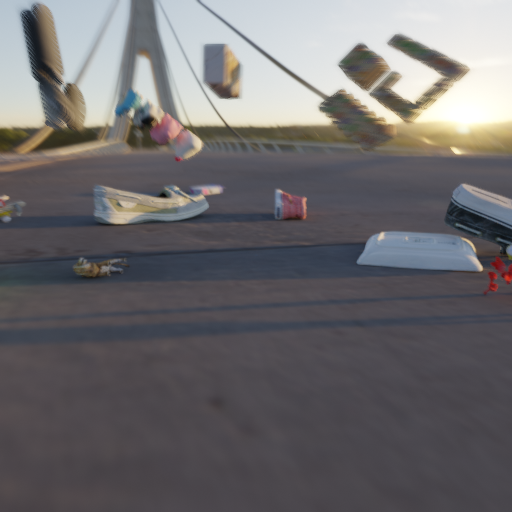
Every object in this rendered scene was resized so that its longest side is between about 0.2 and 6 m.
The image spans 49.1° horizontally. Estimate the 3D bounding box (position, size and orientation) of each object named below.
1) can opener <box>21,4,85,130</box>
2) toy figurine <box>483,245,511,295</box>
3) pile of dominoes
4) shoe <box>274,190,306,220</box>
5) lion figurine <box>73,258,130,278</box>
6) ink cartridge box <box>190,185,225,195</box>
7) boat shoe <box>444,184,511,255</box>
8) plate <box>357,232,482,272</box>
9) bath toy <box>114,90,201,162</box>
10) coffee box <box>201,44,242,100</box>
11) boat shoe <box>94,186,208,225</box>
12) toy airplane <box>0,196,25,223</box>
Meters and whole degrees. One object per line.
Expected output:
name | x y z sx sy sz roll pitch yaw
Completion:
can opener | -1.907 -1.755 5.305 0.307 1.152 0.385 -14 -3 28
toy figurine | 3.520 0.398 6.358 1.529 0.806 0.916 -5 42 -11
pile of dominoes | 2.283 -3.217 10.467 0.449 2.197 2.818 39 15 -33
shoe | 0.779 -1.150 12.870 0.690 0.542 1.517 2 18 1
lion figurine | -2.132 0.164 7.742 0.468 0.277 0.765 -4 -3 19
ink cartridge box | -1.507 -2.064 17.540 0.590 0.208 0.989 12 21 42
boat shoe | 4.050 -0.385 8.809 2.206 0.782 0.795 27 32 12
plate | 2.566 -0.121 8.822 1.767 0.286 1.763 4 13 17
bath toy | -1.424 -1.881 8.303 1.324 0.489 0.576 34 10 -31
coffee box | -0.544 -2.967 9.097 0.423 0.606 1.060 3 3 11
boat shoe | -2.248 -1.189 12.258 2.578 0.827 0.950 -7 14 -28
toy airplane | -5.439 -0.967 12.044 0.710 0.501 0.707 -30 -12 21
